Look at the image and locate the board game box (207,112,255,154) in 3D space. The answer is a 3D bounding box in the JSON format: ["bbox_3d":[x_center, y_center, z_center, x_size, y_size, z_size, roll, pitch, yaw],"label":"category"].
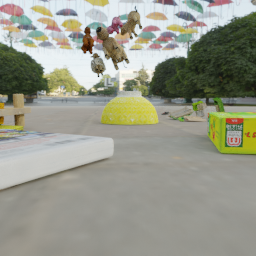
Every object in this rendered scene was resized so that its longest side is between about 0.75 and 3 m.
[{"bbox_3d":[1.871,0.015,4.461,1.024,0.480,2.015,1,5,11],"label":"board game box"}]

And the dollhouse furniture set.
[{"bbox_3d":[2.666,-0.486,10.890,2.048,0.791,1.024,-19,13,0],"label":"dollhouse furniture set"}]

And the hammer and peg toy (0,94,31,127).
[{"bbox_3d":[-3.864,-0.369,6.676,2.450,0.864,1.802,1,7,13],"label":"hammer and peg toy"}]

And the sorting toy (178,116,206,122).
[{"bbox_3d":[2.177,-0.306,9.790,0.948,0.140,0.701,3,10,-1],"label":"sorting toy"}]

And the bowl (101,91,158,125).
[{"bbox_3d":[0.044,-0.662,8.992,1.869,1.006,1.869,-1,5,0],"label":"bowl"}]

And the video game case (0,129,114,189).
[{"bbox_3d":[-1.618,0.280,2.888,2.068,0.261,2.270,3,7,31],"label":"video game case"}]

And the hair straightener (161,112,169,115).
[{"bbox_3d":[2.003,-0.778,14.790,0.298,0.158,0.774,3,6,31],"label":"hair straightener"}]

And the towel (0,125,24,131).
[{"bbox_3d":[-3.186,0.025,6.469,1.418,0.128,0.610,3,11,16],"label":"towel"}]

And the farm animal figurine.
[{"bbox_3d":[-0.532,-3.093,9.885,2.249,1.173,2.224,-19,-35,2],"label":"farm animal figurine"}]
